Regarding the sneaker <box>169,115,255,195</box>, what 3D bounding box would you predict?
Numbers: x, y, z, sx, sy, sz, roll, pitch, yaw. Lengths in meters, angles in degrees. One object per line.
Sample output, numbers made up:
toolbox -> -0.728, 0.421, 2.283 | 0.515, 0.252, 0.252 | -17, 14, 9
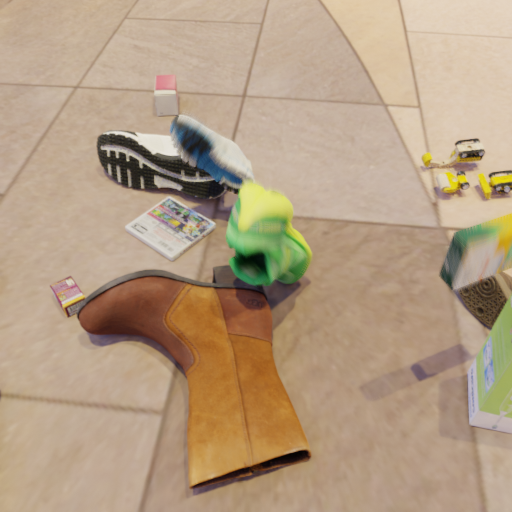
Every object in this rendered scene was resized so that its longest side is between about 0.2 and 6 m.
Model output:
sneaker -> -0.766, -1.911, 10.055 | 0.705, 1.881, 0.815 | -29, 37, 32

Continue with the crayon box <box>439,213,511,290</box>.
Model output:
crayon box -> 2.761, -0.085, 6.584 | 1.133, 0.712, 0.292 | -17, 48, -17

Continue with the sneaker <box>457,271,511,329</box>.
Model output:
sneaker -> 4.238, 0.865, 9.087 | 0.886, 0.826, 2.345 | -9, 48, -34

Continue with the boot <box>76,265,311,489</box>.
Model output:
boot -> -1.040, 1.767, 8.177 | 3.033, 1.103, 3.222 | -3, 53, -14

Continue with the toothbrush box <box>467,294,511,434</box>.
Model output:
toothbrush box -> 3.897, 1.497, 7.334 | 1.608, 2.208, 0.950 | 9, 47, 8

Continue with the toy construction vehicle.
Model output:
toy construction vehicle -> 4.389, -1.715, 11.636 | 1.582, 0.557, 1.378 | -9, 58, -5

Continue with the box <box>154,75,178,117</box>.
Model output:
box -> -2.169, -3.890, 13.565 | 0.511, 0.600, 0.938 | -4, 47, -4

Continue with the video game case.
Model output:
video game case -> -1.635, -0.545, 10.709 | 1.294, 0.149, 1.179 | 31, 54, 27

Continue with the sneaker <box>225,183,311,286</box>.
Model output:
sneaker -> 0.079, -0.108, 8.615 | 1.061, 2.863, 1.197 | 28, 80, 22

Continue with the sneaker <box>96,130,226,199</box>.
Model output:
sneaker -> -1.841, -1.966, 11.600 | 3.031, 1.117, 1.212 | 17, 34, 10

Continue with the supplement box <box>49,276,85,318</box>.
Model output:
supplement box -> -3.149, 0.682, 9.424 | 0.394, 0.310, 0.602 | -27, 52, -23
